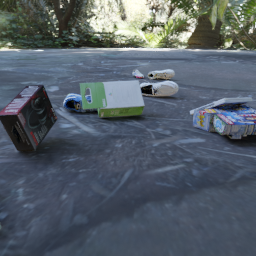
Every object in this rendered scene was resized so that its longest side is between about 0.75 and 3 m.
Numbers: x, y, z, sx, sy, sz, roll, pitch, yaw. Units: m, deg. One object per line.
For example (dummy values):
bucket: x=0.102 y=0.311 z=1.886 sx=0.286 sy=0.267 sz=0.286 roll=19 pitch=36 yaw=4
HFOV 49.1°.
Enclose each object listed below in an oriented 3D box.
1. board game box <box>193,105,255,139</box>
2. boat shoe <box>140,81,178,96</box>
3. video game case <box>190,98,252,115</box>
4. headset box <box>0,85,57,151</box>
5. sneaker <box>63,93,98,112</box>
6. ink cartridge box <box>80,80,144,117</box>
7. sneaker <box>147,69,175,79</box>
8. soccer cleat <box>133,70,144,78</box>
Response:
board game box: x=3.244 y=-0.177 z=8.989 sx=2.053 sy=0.634 sz=2.055 roll=-1 pitch=20 yaw=-1
boat shoe: x=1.389 y=-1.837 z=13.685 sx=2.088 sy=0.768 sz=0.682 roll=-1 pitch=21 yaw=29
video game case: x=3.267 y=-0.766 z=9.994 sx=1.280 sy=0.161 sz=1.787 roll=-4 pitch=-8 yaw=-27
headset box: x=-2.718 y=-0.246 z=7.692 sx=0.636 sy=1.225 sz=1.646 roll=-2 pitch=36 yaw=16
sneaker: x=-1.709 y=-0.969 z=11.233 sx=1.895 sy=0.701 sz=0.780 roll=0 pitch=25 yaw=15
ink cartridge box: x=-0.624 y=-1.092 z=10.593 sx=2.285 sy=0.678 sz=1.186 roll=-5 pitch=64 yaw=-13
sneaker: x=2.104 y=-3.439 z=18.286 sx=1.711 sy=0.630 sz=0.989 roll=4 pitch=19 yaw=41
soccer cleat: x=0.663 y=-3.683 z=19.024 sx=0.408 sy=0.504 sz=1.168 roll=-12 pitch=23 yaw=-30
